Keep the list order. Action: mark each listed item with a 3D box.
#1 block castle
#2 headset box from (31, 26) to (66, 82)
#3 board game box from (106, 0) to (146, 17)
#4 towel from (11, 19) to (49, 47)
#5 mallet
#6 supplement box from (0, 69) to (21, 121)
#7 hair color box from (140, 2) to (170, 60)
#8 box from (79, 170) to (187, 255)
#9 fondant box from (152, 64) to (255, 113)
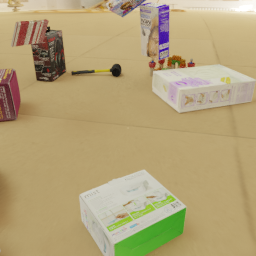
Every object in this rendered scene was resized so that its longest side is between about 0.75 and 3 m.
[{"bbox_3d":[1.948,-2.709,12.432,1.835,0.861,1.226,18,32,30],"label":"block castle"},{"bbox_3d":[-3.425,-3.276,12.144,0.796,2.123,1.578,5,27,10],"label":"headset box"},{"bbox_3d":[0.039,-4.542,9.968,1.310,0.270,1.307,-29,-2,24],"label":"board game box"},{"bbox_3d":[-2.551,-2.473,7.281,0.113,0.717,0.996,44,40,12],"label":"towel"},{"bbox_3d":[-1.405,-2.630,12.825,2.295,0.472,0.756,0,28,8],"label":"mallet"},{"bbox_3d":[-4.748,-0.986,8.728,2.417,1.247,1.582,-6,28,-12],"label":"supplement box"},{"bbox_3d":[0.970,-3.517,10.220,0.595,1.835,1.003,-28,40,-28],"label":"hair color box"},{"bbox_3d":[0.053,1.443,4.741,1.382,0.668,1.220,-17,32,-29],"label":"box"},{"bbox_3d":[2.665,-1.530,10.189,2.976,0.867,2.147,-10,30,-17],"label":"fondant box"}]
